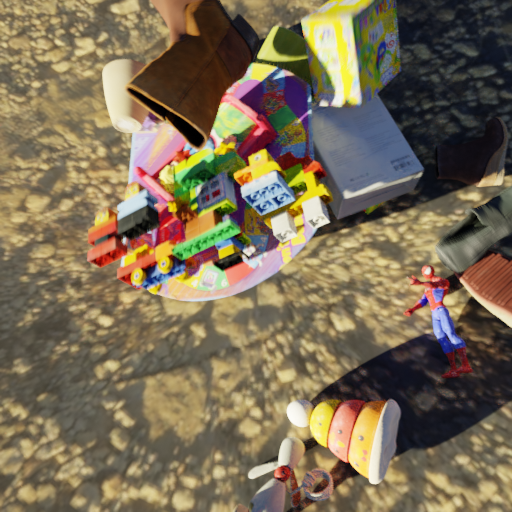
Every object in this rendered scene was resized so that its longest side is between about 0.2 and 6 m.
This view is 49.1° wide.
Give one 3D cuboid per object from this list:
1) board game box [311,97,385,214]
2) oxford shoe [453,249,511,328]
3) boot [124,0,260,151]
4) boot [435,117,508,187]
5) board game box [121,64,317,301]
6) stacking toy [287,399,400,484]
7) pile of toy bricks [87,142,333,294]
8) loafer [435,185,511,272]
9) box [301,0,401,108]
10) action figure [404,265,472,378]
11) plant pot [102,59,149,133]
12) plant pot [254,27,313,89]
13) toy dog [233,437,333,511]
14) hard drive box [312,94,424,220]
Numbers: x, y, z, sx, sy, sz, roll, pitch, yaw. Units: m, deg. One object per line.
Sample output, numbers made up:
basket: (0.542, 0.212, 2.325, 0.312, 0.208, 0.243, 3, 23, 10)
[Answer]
board game box: (2.057, -2.339, 11.965, 1.367, 0.641, 2.690, -35, 71, -14)
oxford shoe: (4.758, 0.926, 10.440, 1.024, 1.087, 2.908, -35, 51, -7)
boot: (-1.589, -3.768, 10.077, 2.977, 1.083, 3.162, 42, 52, -24)
boot: (4.572, -2.306, 11.967, 1.409, 0.613, 1.694, 8, 70, 2)
board game box: (-0.987, -1.771, 10.684, 4.083, 1.006, 5.168, -8, 68, 21)
stacking toy: (1.411, 2.946, 9.602, 1.894, 1.384, 1.384, 10, 66, 24)
pile of toy bricks: (-0.981, -1.042, 9.627, 4.076, 2.262, 2.012, -23, 56, 21)
loafer: (4.276, -0.632, 10.461, 2.179, 0.765, 0.740, -43, 30, 3)
box: (1.850, -3.925, 10.532, 1.046, 1.651, 1.714, 14, 45, 35)
action figure: (3.216, 1.157, 10.407, 1.055, 0.695, 2.131, 2, 66, -17)
plant pot: (-2.709, -3.286, 11.880, 1.149, 1.149, 1.227, -1, 71, 0)
plant pot: (0.463, -3.830, 12.283, 1.535, 1.535, 1.641, 38, 90, 15)
toy dog: (0.288, 4.034, 9.292, 1.870, 0.901, 1.233, -34, 63, -27)
hard drive box: (1.937, -2.081, 11.035, 1.725, 0.850, 2.213, -20, 69, -8)
